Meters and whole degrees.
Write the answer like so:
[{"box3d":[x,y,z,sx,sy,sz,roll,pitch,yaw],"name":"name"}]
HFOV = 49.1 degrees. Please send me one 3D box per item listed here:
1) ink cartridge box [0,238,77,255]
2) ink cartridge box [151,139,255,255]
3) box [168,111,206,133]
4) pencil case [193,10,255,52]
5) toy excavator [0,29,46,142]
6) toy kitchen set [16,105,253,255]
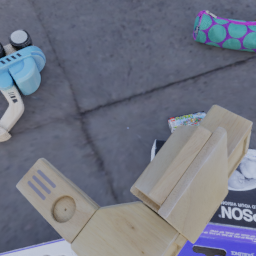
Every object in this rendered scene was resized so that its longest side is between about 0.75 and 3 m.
[{"box3d":[-1.246,3.502,4.828,2.882,0.631,2.909,-11,62,-6],"name":"ink cartridge box"},{"box3d":[1.727,1.547,5.921,2.617,0.573,2.641,6,54,3],"name":"ink cartridge box"},{"box3d":[1.585,-0.097,7.268,0.993,0.172,0.547,-12,60,-7],"name":"box"},{"box3d":[3.071,-2.936,8.502,2.103,0.972,0.895,12,49,5],"name":"pencil case"},{"box3d":[-3.039,-1.111,7.424,2.294,1.179,2.360,-31,73,-16],"name":"toy excavator"},{"box3d":[-0.029,0.390,3.546,2.224,2.011,2.465,33,78,30],"name":"toy kitchen set"}]
